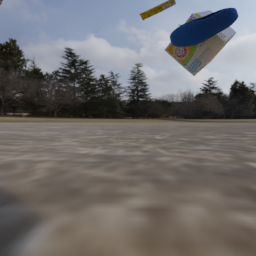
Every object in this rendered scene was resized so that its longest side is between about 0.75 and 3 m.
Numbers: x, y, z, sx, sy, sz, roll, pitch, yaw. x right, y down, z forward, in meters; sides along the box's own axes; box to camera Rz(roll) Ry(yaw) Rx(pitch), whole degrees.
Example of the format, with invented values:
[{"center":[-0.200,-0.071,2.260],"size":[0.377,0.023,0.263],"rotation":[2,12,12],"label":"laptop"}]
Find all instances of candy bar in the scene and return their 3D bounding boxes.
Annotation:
[{"center":[0.801,-3.135,7.368],"size":[1.011,0.112,0.252],"rotation":[-22,-31,13],"label":"candy bar"}]

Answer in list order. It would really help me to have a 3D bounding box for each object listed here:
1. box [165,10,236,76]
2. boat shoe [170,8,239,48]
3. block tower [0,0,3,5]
[{"center":[2.882,-3.370,10.863],"size":[1.658,1.494,2.948],"rotation":[-51,-6,35],"label":"box"},{"center":[2.410,-3.118,8.970],"size":[2.142,0.901,0.735],"rotation":[-13,15,13],"label":"boat shoe"},{"center":[-3.058,-2.537,5.353],"size":[0.850,2.942,0.795],"rotation":[9,-27,20],"label":"block tower"}]
